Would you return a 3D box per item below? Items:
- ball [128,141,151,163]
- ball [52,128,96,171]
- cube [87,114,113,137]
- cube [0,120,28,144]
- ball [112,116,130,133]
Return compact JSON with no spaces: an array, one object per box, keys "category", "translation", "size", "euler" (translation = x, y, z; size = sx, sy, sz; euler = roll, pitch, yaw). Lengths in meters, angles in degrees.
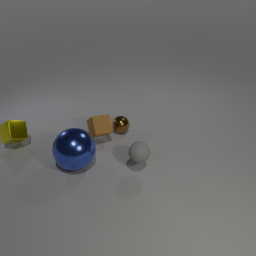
[{"category":"ball","translation":[0.364,0.766,8.868],"size":[0.700,0.700,0.700],"euler":[0,31,0]},{"category":"ball","translation":[-1.747,0.687,9.130],"size":[1.400,1.400,1.400],"euler":[0,31,0]},{"category":"cube","translation":[-1.057,-0.072,10.445],"size":[0.700,0.700,0.700],"euler":[-10,-6,-26]},{"category":"cube","translation":[-4.170,0.150,10.219],"size":[0.700,0.700,0.700],"euler":[-21,-13,37]},{"category":"ball","translation":[-0.284,-0.138,11.163],"size":[0.700,0.700,0.700],"euler":[0,31,0]}]
